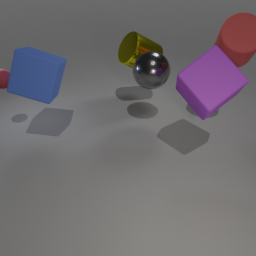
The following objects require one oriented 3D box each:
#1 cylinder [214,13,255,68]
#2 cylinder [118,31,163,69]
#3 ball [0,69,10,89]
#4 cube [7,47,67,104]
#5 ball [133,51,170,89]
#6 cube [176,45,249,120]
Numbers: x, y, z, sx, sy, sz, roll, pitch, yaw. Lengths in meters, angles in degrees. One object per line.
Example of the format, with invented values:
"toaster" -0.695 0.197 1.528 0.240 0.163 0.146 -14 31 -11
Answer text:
"cylinder" 3.762 -2.952 9.611 1.400 1.400 1.400 5 -8 8
"cylinder" 0.522 -3.141 11.829 1.400 1.400 1.400 14 21 -36
"ball" -4.438 -1.726 9.877 0.700 0.700 0.700 0 33 0
"cube" -2.995 -1.792 9.363 1.400 1.400 1.400 16 18 -8
"ball" 0.868 -2.143 10.418 1.400 1.400 1.400 0 33 0
"cube" 2.412 -1.286 8.349 1.400 1.400 1.400 -38 79 1
